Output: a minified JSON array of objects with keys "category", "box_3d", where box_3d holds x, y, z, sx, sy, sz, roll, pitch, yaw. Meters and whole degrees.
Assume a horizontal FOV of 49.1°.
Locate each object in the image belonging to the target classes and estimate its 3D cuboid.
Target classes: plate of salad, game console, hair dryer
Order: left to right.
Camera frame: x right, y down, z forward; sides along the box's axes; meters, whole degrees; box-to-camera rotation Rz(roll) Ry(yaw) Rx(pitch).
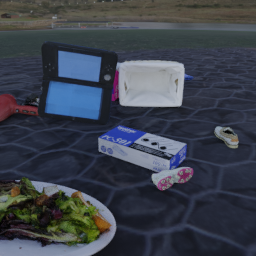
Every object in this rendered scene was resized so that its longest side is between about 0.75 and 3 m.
[{"category":"hair dryer","box_3d":[-3.930,-0.807,10.356,2.115,0.754,2.777,18,30,32]},{"category":"plate of salad","box_3d":[-1.634,1.312,4.802,2.970,0.713,2.970,12,7,-2]},{"category":"game console","box_3d":[-1.681,-1.428,9.235,2.467,2.106,1.460,7,49,-7]}]

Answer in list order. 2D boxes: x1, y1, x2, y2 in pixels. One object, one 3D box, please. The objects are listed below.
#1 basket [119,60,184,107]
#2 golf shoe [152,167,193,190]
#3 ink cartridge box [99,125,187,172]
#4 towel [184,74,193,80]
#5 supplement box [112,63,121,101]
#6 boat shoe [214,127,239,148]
[{"category":"basket","box_3d":[0.955,-1.916,11.717,2.554,1.731,1.576,2,20,4]},{"category":"golf shoe","box_3d":[1.038,1.093,6.568,1.058,0.399,0.484,-11,22,-27]},{"category":"ink cartridge box","box_3d":[0.367,0.545,7.632,2.192,0.485,1.030,16,29,31]},{"category":"towel","box_3d":[2.607,-3.052,15.984,1.489,0.245,2.057,-7,25,-16]},{"category":"supplement box","box_3d":[-1.640,-2.224,12.694,2.797,1.416,1.446,8,25,17]},{"category":"boat shoe","box_3d":[3.031,0.176,8.574,0.436,0.399,1.168,-5,25,-11]}]
